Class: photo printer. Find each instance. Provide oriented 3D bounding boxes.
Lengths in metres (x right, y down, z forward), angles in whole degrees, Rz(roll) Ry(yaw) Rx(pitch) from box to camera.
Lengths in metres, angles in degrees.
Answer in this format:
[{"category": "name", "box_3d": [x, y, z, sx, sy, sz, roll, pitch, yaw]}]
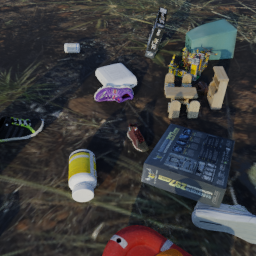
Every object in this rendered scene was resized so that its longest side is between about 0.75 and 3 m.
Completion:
[{"category": "photo printer", "box_3d": [-0.507, -2.276, 12.895, 1.449, 0.605, 1.741, -19, 45, -22]}]

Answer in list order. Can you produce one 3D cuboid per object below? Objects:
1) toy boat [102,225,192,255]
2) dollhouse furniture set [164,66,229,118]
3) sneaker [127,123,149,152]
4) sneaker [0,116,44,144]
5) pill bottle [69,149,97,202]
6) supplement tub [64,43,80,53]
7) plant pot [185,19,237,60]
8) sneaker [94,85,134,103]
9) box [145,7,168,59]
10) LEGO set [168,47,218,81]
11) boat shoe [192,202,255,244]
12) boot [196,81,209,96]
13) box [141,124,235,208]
[{"category": "toy boat", "box_3d": [0.749, 3.096, 5.778, 2.874, 1.879, 1.876, 26, 48, 27]}, {"category": "dollhouse furniture set", "box_3d": [2.709, -1.625, 11.480, 2.295, 1.494, 2.109, 1, 41, 1]}, {"category": "sneaker", "box_3d": [0.319, 0.273, 9.901, 0.455, 0.695, 1.203, -24, 46, -21]}, {"category": "sneaker", "box_3d": [-4.133, -0.028, 10.097, 2.181, 0.903, 0.782, -18, 44, -19]}, {"category": "pill bottle", "box_3d": [-1.372, 1.434, 8.487, 0.833, 0.833, 1.498, -5, 41, -6]}, {"category": "supplement tub", "box_3d": [-3.058, -4.396, 15.400, 0.776, 0.512, 0.512, 2, 41, 1]}, {"category": "plant pot", "box_3d": [4.283, -4.564, 14.886, 2.235, 1.578, 1.579, -11, 42, -3]}, {"category": "sneaker", "box_3d": [-0.573, -1.390, 11.870, 1.700, 0.686, 0.709, -11, 48, -12]}, {"category": "box", "box_3d": [1.533, -5.103, 15.009, 0.492, 1.812, 2.262, 17, 49, -5]}, {"category": "LEGO set", "box_3d": [3.066, -3.414, 13.634, 1.784, 1.344, 2.320, 31, 50, 30]}, {"category": "boat shoe", "box_3d": [2.887, 2.361, 7.395, 2.291, 0.843, 0.765, 11, 37, 17]}, {"category": "boot", "box_3d": [3.262, -1.818, 12.615, 0.833, 0.287, 0.893, 3, 43, -16]}, {"category": "box", "box_3d": [1.952, 0.972, 8.648, 2.265, 0.733, 2.872, 17, 29, 17]}]
